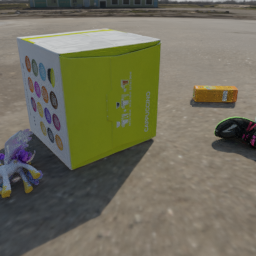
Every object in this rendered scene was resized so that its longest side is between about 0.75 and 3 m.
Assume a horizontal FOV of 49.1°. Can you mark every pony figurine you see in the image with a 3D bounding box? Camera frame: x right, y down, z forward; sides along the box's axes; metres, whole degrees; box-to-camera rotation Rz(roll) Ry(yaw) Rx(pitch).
[{"bbox_3d":[-2.609,0.846,6.442,1.374,1.185,1.423,-31,54,-32],"label":"pony figurine"}]

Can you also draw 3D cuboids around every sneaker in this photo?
[{"bbox_3d":[3.466,0.154,8.006,1.918,0.736,0.803,6,23,15],"label":"sneaker"}]

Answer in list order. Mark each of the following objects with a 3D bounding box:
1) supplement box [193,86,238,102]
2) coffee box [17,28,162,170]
[{"bbox_3d":[3.492,-1.380,11.287,1.673,0.576,0.557,-1,24,5],"label":"supplement box"},{"bbox_3d":[-1.087,-1.090,8.011,2.922,2.918,2.890,-18,32,-33],"label":"coffee box"}]
